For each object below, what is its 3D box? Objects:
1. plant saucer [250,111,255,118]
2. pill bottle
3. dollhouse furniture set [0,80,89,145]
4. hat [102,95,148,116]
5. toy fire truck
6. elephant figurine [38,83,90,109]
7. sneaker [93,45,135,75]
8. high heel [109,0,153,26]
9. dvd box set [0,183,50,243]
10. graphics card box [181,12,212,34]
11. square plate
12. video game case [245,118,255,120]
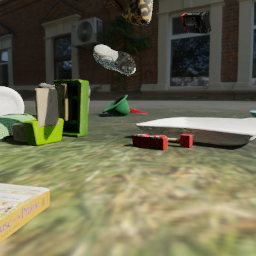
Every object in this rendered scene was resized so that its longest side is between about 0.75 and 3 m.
[{"bbox_3d":[6.326,-0.503,11.491,2.437,0.334,2.437,0,6,0],"label":"plant saucer"},{"bbox_3d":[-4.308,-0.716,9.333,1.276,1.276,2.193,-4,7,-31],"label":"pill bottle"},{"bbox_3d":[-2.565,-0.480,6.855,2.729,1.369,1.788,4,8,31],"label":"dollhouse furniture set"},{"bbox_3d":[-0.160,-0.638,13.406,1.673,1.473,1.386,-31,14,15],"label":"hat"},{"bbox_3d":[0.675,0.248,5.537,1.011,0.246,0.713,4,8,38],"label":"toy fire truck"},{"bbox_3d":[-3.023,-1.273,12.708,2.495,1.765,1.936,6,-8,-7],"label":"elephant figurine"},{"bbox_3d":[-0.430,-2.166,9.233,0.678,0.684,1.887,-39,53,-21],"label":"sneaker"},{"bbox_3d":[-0.379,-2.531,4.965,1.438,0.720,2.017,9,45,-30],"label":"high heel"},{"bbox_3d":[-1.327,0.692,2.045,0.969,0.195,1.325,2,7,13],"label":"dvd box set"},{"bbox_3d":[2.967,-4.589,12.237,0.340,0.839,1.337,-37,34,-17],"label":"graphics card box"},{"bbox_3d":[1.983,0.022,6.883,2.642,0.379,2.667,4,8,36],"label":"square plate"},{"bbox_3d":[4.776,-0.239,10.057,1.132,0.137,1.242,-6,9,-43],"label":"video game case"}]
